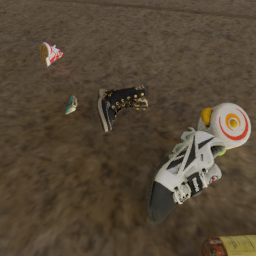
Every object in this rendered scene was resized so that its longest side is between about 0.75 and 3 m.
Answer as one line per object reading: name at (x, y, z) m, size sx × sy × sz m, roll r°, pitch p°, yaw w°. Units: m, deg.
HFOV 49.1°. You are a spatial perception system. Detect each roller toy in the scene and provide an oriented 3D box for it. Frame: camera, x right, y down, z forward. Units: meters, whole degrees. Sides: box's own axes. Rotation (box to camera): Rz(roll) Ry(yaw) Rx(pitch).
roller toy at (2.604, -0.048, 7.568) m, size 1.201 × 0.920 × 1.316 m, roll -24°, pitch 85°, yaw -22°

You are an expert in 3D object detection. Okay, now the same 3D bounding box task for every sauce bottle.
sauce bottle at (2.781, 2.344, 4.864) m, size 2.885 × 0.952 × 0.952 m, roll 1°, pitch 37°, yaw -3°

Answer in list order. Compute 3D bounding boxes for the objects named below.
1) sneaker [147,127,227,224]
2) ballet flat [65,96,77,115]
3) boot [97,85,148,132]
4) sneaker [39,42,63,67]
sneaker at (1.363, 1.030, 6.148) m, size 1.145 × 0.959 × 2.587 m, roll 15°, pitch 55°, yaw 34°
ballet flat at (-1.867, -0.737, 9.381) m, size 0.286 × 0.286 × 0.795 m, roll 5°, pitch 54°, yaw 7°
boot at (-0.148, -0.690, 8.571) m, size 1.502 × 0.730 × 1.995 m, roll -9°, pitch 32°, yaw 1°
sneaker at (-3.087, -3.146, 11.361) m, size 0.858 × 1.526 × 0.544 m, roll -41°, pitch 90°, yaw -22°
